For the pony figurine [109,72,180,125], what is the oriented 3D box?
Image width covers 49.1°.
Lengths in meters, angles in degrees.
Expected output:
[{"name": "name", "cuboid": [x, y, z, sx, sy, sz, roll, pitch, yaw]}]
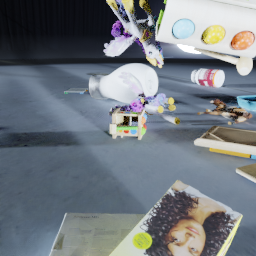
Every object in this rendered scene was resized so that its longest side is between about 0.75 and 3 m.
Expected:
[{"name": "pony figurine", "cuboid": [0.526, -0.791, 9.451, 2.051, 1.708, 1.979, 13, -11, 44]}]

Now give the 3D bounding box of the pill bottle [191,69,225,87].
[{"name": "pill bottle", "cuboid": [4.882, -3.108, 17.257, 1.034, 1.034, 1.831, -15, 23, -41]}]

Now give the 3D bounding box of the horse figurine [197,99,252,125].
[{"name": "horse figurine", "cuboid": [3.518, -0.551, 9.871, 1.380, 0.520, 2.083, -12, 21, -33]}]

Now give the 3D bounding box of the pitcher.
[{"name": "pitcher", "cuboid": [0.044, -1.948, 12.815, 2.849, 1.727, 2.444, -1, 4, 36]}]

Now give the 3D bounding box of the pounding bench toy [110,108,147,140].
[{"name": "pounding bench toy", "cuboid": [0.035, -0.063, 7.937, 0.920, 0.733, 1.179, 3, 18, 9]}]

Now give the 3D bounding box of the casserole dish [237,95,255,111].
[{"name": "casserole dish", "cuboid": [5.622, -1.038, 11.599, 2.265, 0.439, 1.372, -3, 17, -13]}]

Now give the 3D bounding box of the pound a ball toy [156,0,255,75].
[{"name": "pound a ball toy", "cuboid": [2.212, -2.281, 7.178, 2.986, 1.947, 1.268, 10, 53, -5]}]

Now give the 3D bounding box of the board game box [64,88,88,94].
[{"name": "board game box", "cuboid": [-2.810, -2.010, 15.236, 1.061, 0.137, 1.061, 1, 18, 6]}]

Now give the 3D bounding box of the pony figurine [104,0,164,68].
[{"name": "pony figurine", "cuboid": [0.183, -3.207, 9.075, 2.048, 2.460, 2.375, -37, 40, -8]}]

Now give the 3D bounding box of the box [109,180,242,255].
[{"name": "box", "cuboid": [0.189, 1.397, 2.469, 0.802, 0.534, 2.132, 25, 44, 30]}]

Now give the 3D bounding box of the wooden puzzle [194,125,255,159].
[{"name": "wooden puzzle", "cuboid": [2.966, 0.377, 7.163, 2.030, 0.409, 2.194, 9, 13, 29]}]

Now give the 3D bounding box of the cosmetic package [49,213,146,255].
[{"name": "cosmetic package", "cuboid": [-0.102, 1.520, 3.362, 1.565, 0.404, 1.180, 1, 20, 2]}]

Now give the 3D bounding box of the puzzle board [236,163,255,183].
[{"name": "puzzle board", "cuboid": [3.864, 1.001, 5.377, 2.754, 0.240, 2.075, -7, 17, -24]}]
